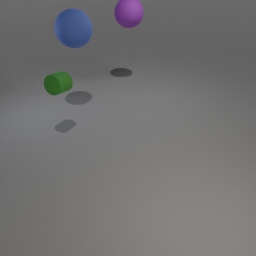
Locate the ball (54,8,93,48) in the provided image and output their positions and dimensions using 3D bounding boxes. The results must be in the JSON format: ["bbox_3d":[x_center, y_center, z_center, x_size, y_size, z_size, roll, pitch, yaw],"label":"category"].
[{"bbox_3d":[-2.035,-3.718,10.493,1.400,1.400,1.400,0,32,0],"label":"ball"}]

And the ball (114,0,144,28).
[{"bbox_3d":[0.046,-5.549,13.471,1.400,1.400,1.400,0,32,0],"label":"ball"}]

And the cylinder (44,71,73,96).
[{"bbox_3d":[-2.352,-1.515,9.477,0.700,0.700,0.700,14,25,20],"label":"cylinder"}]
